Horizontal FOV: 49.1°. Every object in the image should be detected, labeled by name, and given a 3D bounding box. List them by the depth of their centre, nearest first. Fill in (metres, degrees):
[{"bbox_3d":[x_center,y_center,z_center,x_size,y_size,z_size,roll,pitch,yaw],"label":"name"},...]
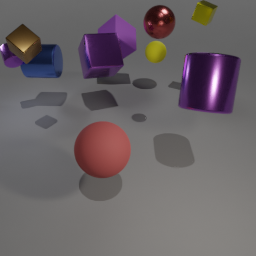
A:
[{"bbox_3d":[-0.628,0.534,6.941,1.400,1.400,1.400,0,32,0],"label":"ball"},{"bbox_3d":[2.088,-1.148,7.271,1.400,1.400,1.400,6,9,-1],"label":"cylinder"},{"bbox_3d":[-3.113,-2.519,8.429,0.700,0.700,0.700,40,71,0],"label":"cube"},{"bbox_3d":[0.904,-2.472,9.126,0.700,0.700,0.700,0,32,0],"label":"ball"},{"bbox_3d":[-4.524,-2.822,10.877,0.700,0.700,0.700,-16,71,-24],"label":"cylinder"},{"bbox_3d":[-1.145,-2.937,11.504,1.400,1.400,1.400,-10,-4,-21],"label":"cube"},{"bbox_3d":[3.145,-4.741,11.524,0.700,0.700,0.700,31,43,15],"label":"cube"},{"bbox_3d":[-3.628,-2.826,11.860,1.400,1.400,1.400,1,32,3],"label":"cylinder"},{"bbox_3d":[1.366,-4.602,12.208,1.400,1.400,1.400,0,32,0],"label":"ball"},{"bbox_3d":[-0.553,-4.384,13.855,1.400,1.400,1.400,21,58,-40],"label":"cube"}]
